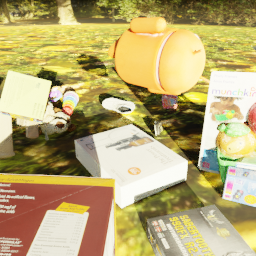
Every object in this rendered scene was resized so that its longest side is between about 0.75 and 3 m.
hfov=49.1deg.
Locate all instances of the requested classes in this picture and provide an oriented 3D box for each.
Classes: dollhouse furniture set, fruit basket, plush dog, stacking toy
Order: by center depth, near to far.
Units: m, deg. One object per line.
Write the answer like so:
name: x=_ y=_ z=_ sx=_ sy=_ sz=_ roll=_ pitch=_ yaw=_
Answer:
fruit basket: x=3.046 y=0.140 z=6.359 sx=2.603 sy=2.810 sz=1.317 roll=7 pitch=39 yaw=12
dollhouse furniture set: x=-4.129 y=0.342 z=8.641 sx=2.149 sy=1.402 sz=2.029 roll=-19 pitch=-16 yaw=42
plush dog: x=-2.403 y=-0.174 z=9.461 sx=1.311 sy=1.052 sz=1.126 roll=48 pitch=31 yaw=21
stacking toy: x=-2.361 y=-0.889 z=11.213 sx=0.637 sy=0.637 sz=1.493 roll=-1 pitch=33 yaw=-2

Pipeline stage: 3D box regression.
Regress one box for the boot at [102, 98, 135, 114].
boot: x=-0.416 y=-0.872 z=11.136 sx=1.336 sy=0.491 sz=0.639 roll=4 pitch=19 yaw=7

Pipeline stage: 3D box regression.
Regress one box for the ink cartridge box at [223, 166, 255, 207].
ink cartridge box: x=2.711 y=1.326 z=6.221 sx=1.060 sy=0.723 sz=0.404 roll=9 pitch=31 yaw=20

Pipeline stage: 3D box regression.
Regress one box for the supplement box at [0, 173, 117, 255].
supplement box: x=-1.400 y=1.948 z=3.945 sx=2.286 sy=1.539 sz=2.318 roll=2 pitch=25 yaw=4

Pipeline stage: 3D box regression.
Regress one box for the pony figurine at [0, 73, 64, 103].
pony figurine: x=-3.747 y=-1.135 z=10.694 sx=2.212 sy=1.842 sz=2.136 roll=-11 pitch=14 yaw=13

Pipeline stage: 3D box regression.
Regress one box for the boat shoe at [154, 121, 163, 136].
boat shoe: x=1.037 y=-0.006 z=9.511 sx=0.275 sy=0.326 sz=0.915 roll=-1 pitch=23 yaw=6

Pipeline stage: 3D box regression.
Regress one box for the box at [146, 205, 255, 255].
box: x=1.298 y=2.181 z=4.737 sx=1.473 sy=0.449 sz=1.859 roll=-7 pitch=27 yaw=-14

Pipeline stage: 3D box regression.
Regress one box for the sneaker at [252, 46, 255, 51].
sneaker: x=4.496 y=-2.686 z=7.789 sx=0.601 sy=2.002 sz=1.044 roll=-35 pitch=73 yaw=-28

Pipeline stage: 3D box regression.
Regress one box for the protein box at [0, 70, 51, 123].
protein box: x=-2.595 y=-0.753 z=7.135 sx=1.040 sy=1.032 sz=0.701 roll=13 pitch=-10 yaw=-16

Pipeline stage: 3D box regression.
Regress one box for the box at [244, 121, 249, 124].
box: x=3.683 y=0.127 z=8.797 sx=1.112 sy=0.691 sz=0.826 roll=7 pitch=26 yaw=15

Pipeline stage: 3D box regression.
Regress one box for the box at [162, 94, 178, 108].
box: x=1.762 y=-1.270 z=11.936 sx=0.577 sy=0.532 sz=1.124 roll=1 pitch=25 yaw=2

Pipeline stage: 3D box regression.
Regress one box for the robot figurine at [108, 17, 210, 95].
robot figurine: x=0.643 y=-1.447 z=5.918 sx=2.232 sy=1.606 sz=1.302 roll=21 pitch=25 yaw=37

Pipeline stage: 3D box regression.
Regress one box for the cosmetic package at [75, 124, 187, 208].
cosmetic package: x=-0.022 y=0.820 z=7.408 sx=1.928 sy=0.661 sz=2.557 roll=-18 pitch=31 yaw=-28
